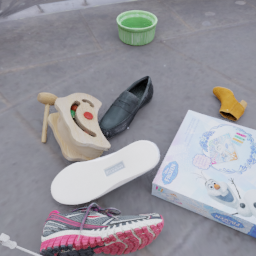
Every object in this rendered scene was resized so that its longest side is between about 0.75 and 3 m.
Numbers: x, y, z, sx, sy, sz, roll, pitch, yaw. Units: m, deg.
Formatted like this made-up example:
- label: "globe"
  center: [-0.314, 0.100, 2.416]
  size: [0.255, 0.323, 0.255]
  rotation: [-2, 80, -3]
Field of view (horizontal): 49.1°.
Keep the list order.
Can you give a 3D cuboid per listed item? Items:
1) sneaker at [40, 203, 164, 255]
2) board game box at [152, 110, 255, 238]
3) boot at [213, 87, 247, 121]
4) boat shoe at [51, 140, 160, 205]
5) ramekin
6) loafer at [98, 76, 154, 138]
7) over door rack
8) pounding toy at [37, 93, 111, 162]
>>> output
- label: "sneaker"
  center: [-0.558, 2.180, 6.257]
  size: [2.742, 1.105, 1.024]
  rotation: [-5, 45, -4]
- label: "board game box"
  center: [2.577, 1.046, 7.601]
  size: [2.983, 0.650, 2.997]
  rotation: [20, 50, 18]
- label: "boot"
  center: [3.287, -0.835, 9.480]
  size: [1.353, 0.476, 0.969]
  rotation: [35, 54, 22]
- label: "boat shoe"
  center: [-0.532, 1.146, 7.229]
  size: [2.906, 0.996, 1.046]
  rotation: [-29, 70, 5]
- label: "ramekin"
  center: [0.393, -4.478, 12.599]
  size: [1.794, 0.876, 1.794]
  rotation: [0, 47, 0]
- label: "loafer"
  center: [-0.061, -0.766, 9.083]
  size: [0.927, 0.959, 2.731]
  rotation: [27, 52, 23]
- label: "over door rack"
  center: [-1.915, 3.245, 5.399]
  size: [2.136, 0.711, 1.578]
  rotation: [27, 50, -4]
- label: "pounding toy"
  center: [-1.619, 0.002, 8.562]
  size: [1.592, 1.597, 2.784]
  rotation: [-3, 50, -42]
